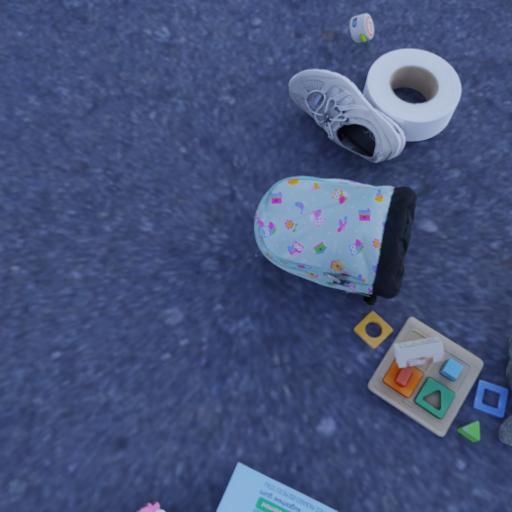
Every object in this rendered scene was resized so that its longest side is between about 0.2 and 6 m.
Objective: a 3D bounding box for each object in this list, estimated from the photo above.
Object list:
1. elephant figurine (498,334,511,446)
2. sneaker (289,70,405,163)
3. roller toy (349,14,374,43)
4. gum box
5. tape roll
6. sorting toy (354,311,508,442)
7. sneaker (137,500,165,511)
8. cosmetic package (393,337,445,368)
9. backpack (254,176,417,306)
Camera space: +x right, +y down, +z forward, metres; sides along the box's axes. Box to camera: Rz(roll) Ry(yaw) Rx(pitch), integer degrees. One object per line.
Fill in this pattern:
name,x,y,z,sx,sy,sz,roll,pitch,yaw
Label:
elephant figurine,4.489,1.589,8.542,2.174,1.538,1.686,-17,38,9
sneaker,1.579,-2.618,10.360,2.496,0.933,1.023,37,41,14
roller toy,2.158,-4.676,11.515,0.393,0.513,0.563,-2,27,33
gum box,0.200,4.552,7.595,2.225,0.583,2.618,22,68,9
tape roll,2.999,-3.135,10.927,1.817,0.635,1.817,0,66,0
sorting toy,2.709,1.856,8.896,2.641,0.360,1.487,32,70,13
sneaker,-1.783,4.596,7.375,1.068,0.994,2.474,33,71,12
cosmetic package,2.510,1.491,8.651,0.703,0.364,0.307,-10,97,8
backpack,1.236,-0.442,9.152,2.485,1.573,2.074,11,81,11
